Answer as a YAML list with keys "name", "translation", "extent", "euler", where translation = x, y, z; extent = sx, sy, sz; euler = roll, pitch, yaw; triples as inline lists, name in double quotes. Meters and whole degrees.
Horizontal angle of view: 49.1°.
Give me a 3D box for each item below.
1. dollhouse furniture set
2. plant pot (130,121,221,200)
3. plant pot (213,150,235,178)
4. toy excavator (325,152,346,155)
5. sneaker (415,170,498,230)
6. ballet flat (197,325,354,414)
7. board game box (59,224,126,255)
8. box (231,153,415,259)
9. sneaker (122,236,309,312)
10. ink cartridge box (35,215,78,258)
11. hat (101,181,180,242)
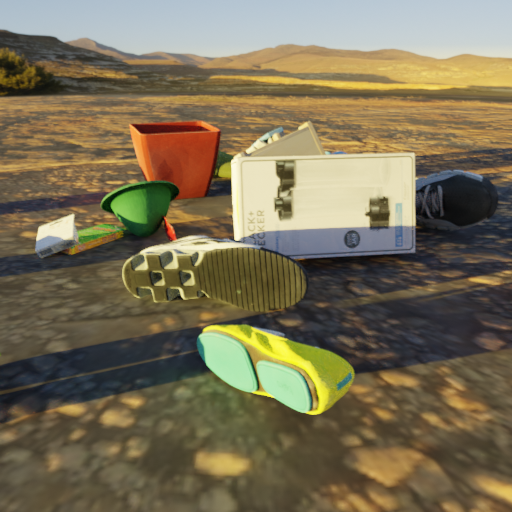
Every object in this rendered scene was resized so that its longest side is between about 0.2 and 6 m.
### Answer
- name: "dollhouse furniture set"
  translation: [0.365, -1.284, 11.612]
  extent: [1.627, 2.353, 2.493]
  euler: [-28, 6, -19]
- name: "plant pot"
  translation: [-2.025, -2.372, 14.008]
  extent: [1.917, 1.690, 1.916]
  euler: [-6, 21, -18]
- name: "plant pot"
  translation: [-0.888, -2.574, 15.961]
  extent: [0.864, 0.909, 0.909]
  euler: [11, 19, -10]
- name: "toy excavator"
  translation: [2.040, -1.885, 12.420]
  extent: [1.522, 0.782, 1.565]
  euler: [39, 56, -5]
- name: "sneaker"
  translation: [2.919, -0.919, 11.147]
  extent: [1.867, 1.213, 3.233]
  euler: [-24, 21, -38]
- name: "ballet flat"
  translation: [0.178, 1.087, 5.797]
  extent: [0.704, 0.702, 2.100]
  euler: [-22, 16, -31]
- name: "board game box"
  translation: [-3.197, -0.344, 10.716]
  extent: [0.651, 0.204, 1.363]
  euler: [15, 28, 34]
- name: "box"
  translation: [1.125, -0.836, 9.612]
  extent: [3.028, 1.766, 0.910]
  euler: [-2, 7, -8]
- name: "sneaker"
  translation: [-0.500, 0.108, 8.325]
  extent: [2.697, 0.999, 1.194]
  euler: [6, 23, 13]
- name: "ink cartridge box"
  translation: [-3.633, -0.365, 10.242]
  extent: [0.727, 0.225, 0.896]
  euler: [-21, 32, -3]
- name: "hat"
  translation: [-2.089, -0.433, 10.986]
  extent: [1.583, 1.683, 1.912]
  euler: [-17, -10, 0]
